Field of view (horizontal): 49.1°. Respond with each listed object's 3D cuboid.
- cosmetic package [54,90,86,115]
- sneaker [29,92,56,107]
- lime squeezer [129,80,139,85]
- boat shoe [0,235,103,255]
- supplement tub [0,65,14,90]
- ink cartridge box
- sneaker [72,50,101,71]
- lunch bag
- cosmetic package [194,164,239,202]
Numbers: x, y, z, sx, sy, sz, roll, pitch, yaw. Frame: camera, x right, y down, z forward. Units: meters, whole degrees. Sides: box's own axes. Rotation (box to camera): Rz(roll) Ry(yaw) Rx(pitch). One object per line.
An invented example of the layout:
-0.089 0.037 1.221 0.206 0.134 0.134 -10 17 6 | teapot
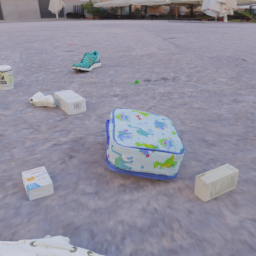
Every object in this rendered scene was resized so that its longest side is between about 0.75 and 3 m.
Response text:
-2.206 -0.998 10.612 0.719 0.523 1.414 -15 28 -29 | cosmetic package
-3.265 -0.996 10.728 1.419 0.499 0.569 17 40 41 | sneaker
0.368 -2.251 13.603 0.304 0.162 0.861 12 29 23 | lime squeezer
-1.090 2.015 3.906 2.856 1.011 0.990 13 27 5 | boat shoe
-5.590 -2.288 12.714 0.715 0.986 0.715 0 26 0 | supplement tub
-2.066 1.182 6.315 0.532 0.313 0.924 -14 29 -26 | ink cartridge box
-2.382 -3.794 15.850 0.951 0.978 2.455 10 28 21 | sneaker
0.318 0.314 7.052 1.813 0.930 2.256 9 25 -9 | lunch bag
1.932 1.179 6.115 0.967 0.508 0.344 -13 27 -27 | cosmetic package
